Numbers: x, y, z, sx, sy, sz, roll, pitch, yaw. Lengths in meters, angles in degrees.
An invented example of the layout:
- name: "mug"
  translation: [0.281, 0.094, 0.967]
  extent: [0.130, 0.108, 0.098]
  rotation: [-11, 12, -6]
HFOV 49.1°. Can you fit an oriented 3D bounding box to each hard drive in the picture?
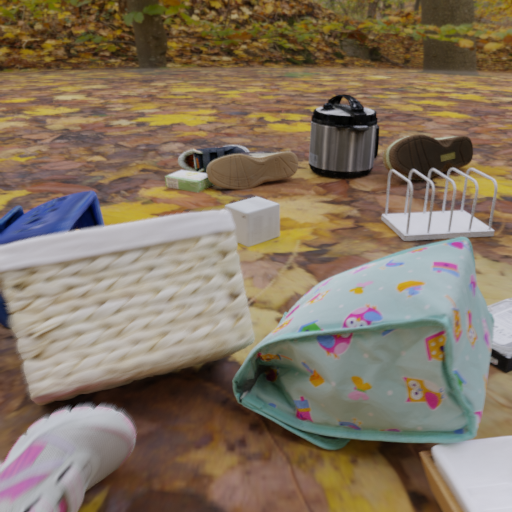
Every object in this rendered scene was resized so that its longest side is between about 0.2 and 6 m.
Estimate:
- name: "hard drive"
  translation: [3.362, 1.003, 7.440]
  extent: [1.437, 0.272, 1.004]
  rotation: [-12, 27, -29]

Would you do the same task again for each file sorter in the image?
- name: "file sorter"
  translation: [3.653, -1.083, 11.189]
  extent: [1.847, 1.150, 1.281]
  rotation: [-3, 24, -8]

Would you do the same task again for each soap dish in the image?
- name: "soap dish"
  translation: [2.059, 2.090, 4.584]
  extent: [1.006, 0.519, 1.279]
  rotation: [-3, 23, -8]

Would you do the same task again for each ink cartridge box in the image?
- name: "ink cartridge box"
  translation: [-1.515, -1.997, 14.375]
  extent: [1.016, 0.335, 1.396]
  rotation: [12, 28, 27]

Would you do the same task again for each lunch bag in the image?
- name: "lunch bag"
  translation: [1.128, 0.924, 6.000]
  extent: [2.406, 1.467, 2.050]
  rotation: [-14, 15, 30]

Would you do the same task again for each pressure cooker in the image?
- name: "pressure cooker"
  translation: [2.350, -3.272, 15.092]
  extent: [1.828, 2.078, 1.856]
  rotation: [13, 26, 27]

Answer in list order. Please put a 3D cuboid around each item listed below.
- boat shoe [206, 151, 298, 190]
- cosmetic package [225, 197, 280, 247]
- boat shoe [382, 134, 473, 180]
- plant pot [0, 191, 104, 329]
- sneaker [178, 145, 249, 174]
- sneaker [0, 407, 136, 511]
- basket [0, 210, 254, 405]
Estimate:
- name: "boat shoe"
  translation: [-0.154, -2.220, 14.288]
  extent: [2.476, 0.891, 0.802]
  rotation: [-14, 14, -21]
- name: "cosmetic package"
  translation: [-0.066, -0.673, 10.794]
  extent: [0.830, 0.694, 0.690]
  rotation: [-19, 30, -37]
- name: "boat shoe"
  translation: [4.426, -2.646, 15.171]
  extent: [3.259, 1.168, 1.241]
  rotation: [-7, 9, -35]
- name: "plant pot"
  translation: [-2.988, 0.083, 7.979]
  extent: [1.425, 1.585, 1.585]
  rotation: [-5, 26, 4]
- name: "sneaker"
  translation: [-1.164, -2.530, 15.016]
  extent: [1.991, 0.781, 0.790]
  rotation: [-1, 13, 25]
- name: "sneaker"
  translation: [-1.792, 2.025, 4.462]
  extent: [2.053, 0.835, 0.906]
  rotation: [-29, 39, -33]
- name: "basket"
  translation: [-1.416, 0.600, 6.154]
  extent: [2.464, 1.520, 1.670]
  rotation: [-10, -13, -21]
